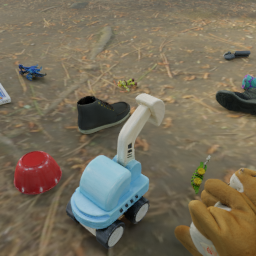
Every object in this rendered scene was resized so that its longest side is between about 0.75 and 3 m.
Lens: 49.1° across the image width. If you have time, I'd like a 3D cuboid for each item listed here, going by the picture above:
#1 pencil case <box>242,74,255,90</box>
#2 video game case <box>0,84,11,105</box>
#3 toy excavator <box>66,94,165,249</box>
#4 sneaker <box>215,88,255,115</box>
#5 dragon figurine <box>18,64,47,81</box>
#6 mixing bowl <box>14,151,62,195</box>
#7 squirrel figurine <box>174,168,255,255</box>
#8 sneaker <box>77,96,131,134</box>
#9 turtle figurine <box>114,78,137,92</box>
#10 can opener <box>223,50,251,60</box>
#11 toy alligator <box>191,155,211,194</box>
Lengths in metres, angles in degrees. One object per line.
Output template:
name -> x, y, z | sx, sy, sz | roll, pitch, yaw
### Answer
pencil case -> 5.116, -1.707, 10.829 | 1.268, 0.586, 0.539 | 13, 15, 14
video game case -> -5.612, -1.033, 10.234 | 2.196, 0.198, 1.572 | -22, 41, -27
toy excavator -> -0.128, 0.795, 5.760 | 1.240, 2.483, 2.414 | 28, 45, 32
sneaker -> 3.984, -1.035, 9.868 | 1.748, 0.668, 1.001 | 15, 37, 15
dragon figurine -> -4.019, -2.312, 11.745 | 0.833, 0.493, 1.676 | -25, 42, -30
mixing bowl -> -2.315, 1.009, 7.042 | 1.196, 0.648, 1.196 | 0, 37, 0
squirrel figurine -> 2.234, 1.719, 5.018 | 1.967, 1.491, 2.107 | -30, 52, -26
sneaker -> -0.699, -0.634, 8.934 | 2.008, 1.066, 0.751 | -28, 44, -33
turtle figurine -> -0.099, -1.787, 11.162 | 0.809, 0.323, 1.003 | -18, 40, -23
can opener -> 5.293, -3.496, 13.612 | 1.344, 0.359, 0.449 | -3, 69, -5
toy alligator -> 1.743, 1.099, 6.848 | 0.264, 0.364, 1.097 | 19, 57, 18
